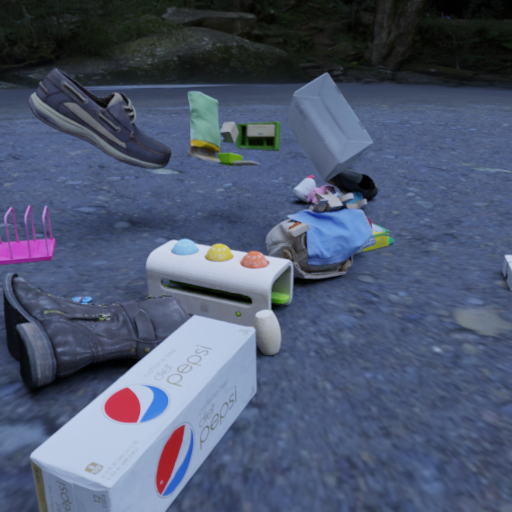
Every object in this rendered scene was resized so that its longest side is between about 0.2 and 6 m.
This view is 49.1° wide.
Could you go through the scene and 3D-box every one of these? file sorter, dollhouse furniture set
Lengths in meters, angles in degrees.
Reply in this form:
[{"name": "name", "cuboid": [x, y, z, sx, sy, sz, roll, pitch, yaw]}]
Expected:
[{"name": "file sorter", "cuboid": [-5.093, -0.467, 11.687, 1.533, 0.961, 1.065, -6, 22, -14]}, {"name": "dollhouse furniture set", "cuboid": [-0.455, -2.885, 13.210, 1.132, 1.465, 2.931, 4, 5, 23]}]

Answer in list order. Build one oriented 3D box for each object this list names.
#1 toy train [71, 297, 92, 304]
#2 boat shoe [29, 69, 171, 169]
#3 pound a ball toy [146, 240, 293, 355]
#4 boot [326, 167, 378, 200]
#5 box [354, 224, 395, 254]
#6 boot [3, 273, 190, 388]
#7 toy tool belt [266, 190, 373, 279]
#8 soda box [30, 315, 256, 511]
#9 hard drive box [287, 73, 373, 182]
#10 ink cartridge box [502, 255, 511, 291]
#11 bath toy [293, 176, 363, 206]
[{"name": "toy train", "cuboid": [-2.930, 0.909, 9.226, 0.385, 0.292, 0.673, -7, 24, 6]}, {"name": "boat shoe", "cuboid": [-3.174, -2.941, 12.244, 3.283, 1.203, 1.223, 21, 21, -37]}, {"name": "pound a ball toy", "cuboid": [-0.577, 0.490, 9.108, 2.666, 1.133, 1.739, 10, 24, 23]}, {"name": "boot", "cuboid": [2.822, -1.783, 14.680, 2.019, 0.782, 1.396, 13, 11, -38]}, {"name": "box", "cuboid": [2.131, -0.417, 12.323, 1.700, 0.411, 0.997, -11, 25, -30]}, {"name": "boot", "cuboid": [-2.356, 0.971, 8.438, 2.488, 0.989, 2.857, -8, 28, -31]}, {"name": "toy tool belt", "cuboid": [1.480, -0.463, 10.648, 2.487, 1.553, 1.528, -18, -17, -26]}, {"name": "soda box", "cuboid": [-1.006, 1.768, 6.117, 0.933, 0.998, 2.929, 10, 24, 22]}, {"name": "hard drive box", "cuboid": [1.410, -2.516, 11.371, 0.792, 1.607, 2.062, -33, 0, -2]}, {"name": "ink cartridge box", "cuboid": [5.039, 0.337, 10.465, 0.659, 0.384, 0.911, 5, 23, 12]}, {"name": "bath toy", "cuboid": [1.854, -1.604, 14.794, 0.886, 0.753, 2.037, 26, 1, -42]}]
